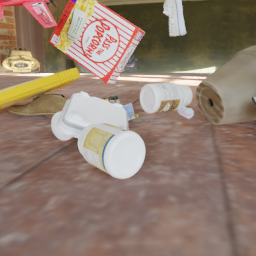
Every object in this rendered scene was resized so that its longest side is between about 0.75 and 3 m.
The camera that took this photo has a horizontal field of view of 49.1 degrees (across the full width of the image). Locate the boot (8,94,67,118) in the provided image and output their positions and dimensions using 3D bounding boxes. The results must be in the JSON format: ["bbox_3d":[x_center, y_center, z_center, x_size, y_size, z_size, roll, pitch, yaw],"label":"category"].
[{"bbox_3d":[-3.109,-0.808,9.720,2.171,0.819,0.799,1,15,8],"label":"boot"}]

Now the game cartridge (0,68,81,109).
[{"bbox_3d":[-3.299,-1.257,9.574,2.973,0.482,2.621,-21,10,-20],"label":"game cartridge"}]

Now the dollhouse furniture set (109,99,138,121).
[{"bbox_3d":[-0.071,-0.551,8.714,0.816,0.770,0.532,-17,19,-17],"label":"dollhouse furniture set"}]

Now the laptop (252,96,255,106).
[{"bbox_3d":[4.099,-0.477,5.415,2.350,1.362,2.200,-1,41,-1],"label":"laptop"}]

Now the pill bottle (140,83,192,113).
[{"bbox_3d":[1.480,-1.166,10.604,1.876,1.073,1.073,-9,16,-32],"label":"pill bottle"}]

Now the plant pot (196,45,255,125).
[{"bbox_3d":[3.284,-1.091,8.497,2.031,2.341,2.341,-20,19,-15],"label":"plant pot"}]

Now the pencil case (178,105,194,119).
[{"bbox_3d":[1.986,-0.570,9.651,0.336,0.366,0.808,7,13,-10],"label":"pencil case"}]

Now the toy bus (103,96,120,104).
[{"bbox_3d":[-0.802,-0.680,9.745,0.960,0.678,1.000,-12,6,21],"label":"toy bus"}]

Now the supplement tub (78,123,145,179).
[{"bbox_3d":[-0.321,0.351,4.916,0.803,0.803,1.111,-10,17,-36],"label":"supplement tub"}]

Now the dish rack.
[{"bbox_3d":[-0.712,-0.287,6.633,1.674,0.425,1.951,17,24,-10],"label":"dish rack"}]

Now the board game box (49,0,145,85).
[{"bbox_3d":[-0.999,-2.788,8.607,2.461,1.864,0.570,36,16,12],"label":"board game box"}]

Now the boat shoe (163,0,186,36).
[{"bbox_3d":[1.589,-4.253,10.018,0.695,2.082,0.766,-10,33,13],"label":"boat shoe"}]

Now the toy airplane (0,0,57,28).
[{"bbox_3d":[-2.583,-2.999,6.662,1.956,1.956,0.360,-12,-23,-42],"label":"toy airplane"}]

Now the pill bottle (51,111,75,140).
[{"bbox_3d":[-1.279,-0.161,7.211,0.720,0.720,1.274,8,16,30],"label":"pill bottle"}]
